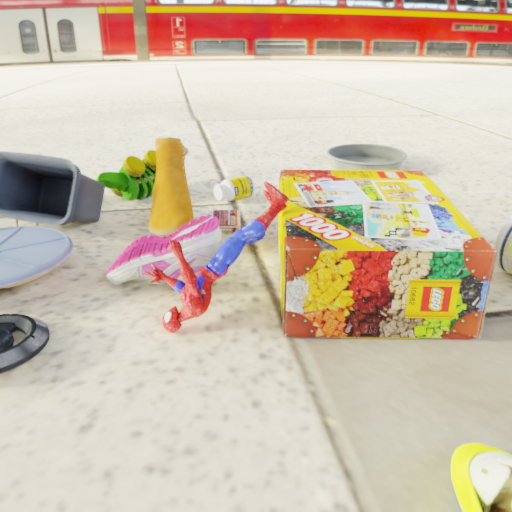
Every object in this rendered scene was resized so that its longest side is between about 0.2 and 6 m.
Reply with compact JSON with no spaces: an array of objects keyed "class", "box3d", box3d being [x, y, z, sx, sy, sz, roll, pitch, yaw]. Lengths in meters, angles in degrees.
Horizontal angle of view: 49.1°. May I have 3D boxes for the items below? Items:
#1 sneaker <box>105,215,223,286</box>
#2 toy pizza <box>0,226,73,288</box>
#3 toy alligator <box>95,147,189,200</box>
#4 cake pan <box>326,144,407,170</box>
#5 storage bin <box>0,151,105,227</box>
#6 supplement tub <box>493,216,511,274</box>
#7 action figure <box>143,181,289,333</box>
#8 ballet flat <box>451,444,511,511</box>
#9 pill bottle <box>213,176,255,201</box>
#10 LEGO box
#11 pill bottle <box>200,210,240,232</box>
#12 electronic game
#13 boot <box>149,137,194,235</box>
[{"class":"sneaker","box3d":[-1.560,0.166,9.921,2.357,1.040,0.959,-16,27,19]},{"class":"toy pizza","box3d":[-4.890,0.166,10.256,3.026,0.480,3.026,-3,23,1]},{"class":"toy alligator","box3d":[-2.707,-2.149,14.969,0.984,1.076,3.627,51,38,5]},{"class":"cake pan","box3d":[3.365,-2.957,17.203,2.434,0.446,2.434,0,25,0]},{"class":"storage bin","box3d":[-4.618,-1.285,12.578,2.283,1.662,1.533,9,-2,19]},{"class":"supplement tub","box3d":[5.245,-0.020,9.956,1.180,1.180,1.628,-16,30,-31]},{"class":"action figure","box3d":[-0.825,-0.118,8.865,1.368,2.763,0.902,35,-7,6]},{"class":"ballet flat","box3d":[2.399,2.428,4.984,0.901,0.904,2.696,3,25,6]},{"class":"pill bottle","box3d":[-0.576,-1.711,14.377,1.003,0.558,0.558,-18,30,-33]},{"class":"LEGO box","box3d":[1.929,-0.243,9.960,3.018,1.564,4.052,0,25,0]},{"class":"pill bottle","box3d":[-0.796,-0.775,12.434,0.887,0.486,0.486,-1,25,-1]},{"class":"electronic game","box3d":[-3.853,1.295,8.094,1.658,0.345,1.658,-4,22,2]},{"class":"boot","box3d":[-1.867,-1.560,11.996,0.940,1.912,2.671,-3,16,-11]}]
